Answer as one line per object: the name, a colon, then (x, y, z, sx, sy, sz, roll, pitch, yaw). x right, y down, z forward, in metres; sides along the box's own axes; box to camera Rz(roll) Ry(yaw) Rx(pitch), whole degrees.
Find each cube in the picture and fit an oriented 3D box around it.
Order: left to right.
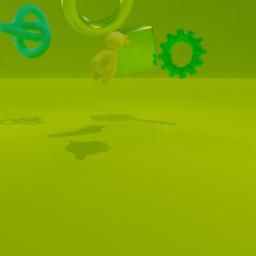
cube: (0.103, -2.522, 9.003, 1.258, 1.258, 1.258, -16, 26, -8)

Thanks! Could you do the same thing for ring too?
ring: (-0.591, -2.678, 5.818, 1.630, 1.630, 0.326, -7, 47, -31)

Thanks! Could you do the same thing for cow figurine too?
cow figurine: (-0.458, -1.856, 7.291, 0.659, 1.181, 1.200, 29, -27, 11)

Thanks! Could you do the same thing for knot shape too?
knot shape: (-2.983, -2.770, 7.923, 1.529, 1.634, 0.755, 1, -29, -20)

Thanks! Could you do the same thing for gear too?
gear: (1.571, -2.152, 8.208, 1.384, 1.384, 0.256, 6, 14, 28)
